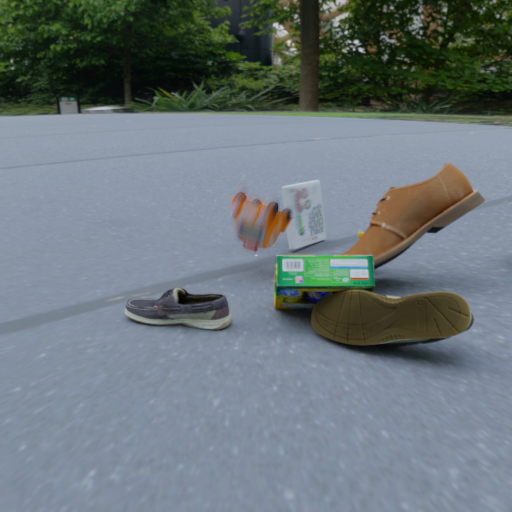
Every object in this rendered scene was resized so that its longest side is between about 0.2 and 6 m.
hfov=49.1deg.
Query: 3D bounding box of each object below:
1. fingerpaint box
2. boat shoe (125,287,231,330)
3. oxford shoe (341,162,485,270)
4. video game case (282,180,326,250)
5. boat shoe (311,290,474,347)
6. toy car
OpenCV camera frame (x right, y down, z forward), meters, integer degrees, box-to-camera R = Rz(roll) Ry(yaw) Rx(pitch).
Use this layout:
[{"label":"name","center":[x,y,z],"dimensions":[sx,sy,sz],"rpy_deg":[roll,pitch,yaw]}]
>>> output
[{"label":"fingerpaint box","center":[1.002,0.439,8.654],"dimensions":[1.435,0.526,1.197],"rpy_deg":[0,-22,0]},{"label":"boat shoe","center":[-1.210,0.751,8.621],"dimensions":[1.699,0.551,0.611],"rpy_deg":[5,19,15]},{"label":"oxford shoe","center":[2.380,-0.534,9.959],"dimensions":[3.202,1.141,1.142],"rpy_deg":[-33,-6,-5]},{"label":"video game case","center":[1.062,-0.908,12.187],"dimensions":[0.160,1.353,1.232],"rpy_deg":[1,12,42]},{"label":"boat shoe","center":[1.879,0.941,7.863],"dimensions":[2.259,0.827,0.732],"rpy_deg":[-1,-22,34]},{"label":"toy car","center":[0.897,-0.289,10.276],"dimensions":[2.909,0.968,1.427],"rpy_deg":[19,3,5]}]
